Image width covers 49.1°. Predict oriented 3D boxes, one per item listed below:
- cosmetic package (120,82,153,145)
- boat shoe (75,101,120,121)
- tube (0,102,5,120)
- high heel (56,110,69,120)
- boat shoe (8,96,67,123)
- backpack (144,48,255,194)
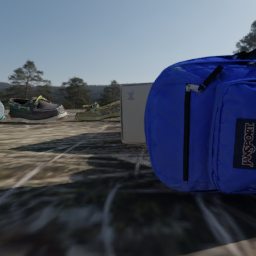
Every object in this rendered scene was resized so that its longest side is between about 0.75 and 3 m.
[{"bbox_3d":[0.870,-0.299,5.099,1.341,0.906,2.550,0,4,19],"label":"cosmetic package"},{"bbox_3d":[-0.911,-0.703,10.681,2.305,0.722,0.845,-9,7,-13],"label":"boat shoe"},{"bbox_3d":[-4.649,-0.463,9.451,1.061,0.690,2.739,2,-4,-27],"label":"tube"},{"bbox_3d":[-3.060,-0.551,11.058,1.365,0.460,0.656,-5,17,-21],"label":"high heel"},{"bbox_3d":[-3.117,-0.651,9.367,2.620,0.780,0.941,2,18,37],"label":"boat shoe"},{"bbox_3d":[0.690,-0.052,1.836,1.189,0.966,0.998,1,7,8],"label":"backpack"}]
